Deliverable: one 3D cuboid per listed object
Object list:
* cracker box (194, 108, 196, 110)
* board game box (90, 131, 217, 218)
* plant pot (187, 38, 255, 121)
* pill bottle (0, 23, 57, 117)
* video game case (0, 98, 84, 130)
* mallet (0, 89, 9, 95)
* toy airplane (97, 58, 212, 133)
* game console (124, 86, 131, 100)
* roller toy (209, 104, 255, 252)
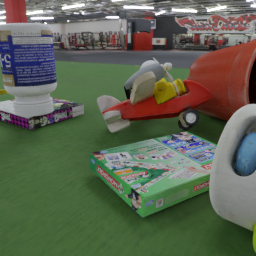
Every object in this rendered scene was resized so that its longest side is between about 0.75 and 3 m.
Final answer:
[{"bbox_3d":[3.455,-1.400,11.366,2.932,0.846,1.964,-10,21,-29],"label":"cracker box"},{"bbox_3d":[0.840,0.724,5.649,2.699,0.393,1.816,-10,25,-32],"label":"board game box"},{"bbox_3d":[3.478,-1.330,8.545,2.925,2.925,2.844,-9,13,-25],"label":"plant pot"},{"bbox_3d":[-2.680,-1.569,7.613,1.404,2.346,1.404,-2,17,1],"label":"pill bottle"},{"bbox_3d":[-3.205,-0.631,9.718,2.486,0.445,2.254,13,23,34],"label":"video game case"},{"bbox_3d":[-3.508,-1.219,8.409,2.113,0.696,0.435,-15,23,-4],"label":"mallet"},{"bbox_3d":[0.508,-0.916,8.006,2.859,2.026,2.871,4,-11,-42],"label":"toy airplane"},{"bbox_3d":[0.197,-1.239,11.164,0.147,0.717,1.216,-21,-15,21],"label":"game console"},{"bbox_3d":[2.013,0.585,3.969,1.359,1.773,1.944,16,27,38],"label":"roller toy"}]
